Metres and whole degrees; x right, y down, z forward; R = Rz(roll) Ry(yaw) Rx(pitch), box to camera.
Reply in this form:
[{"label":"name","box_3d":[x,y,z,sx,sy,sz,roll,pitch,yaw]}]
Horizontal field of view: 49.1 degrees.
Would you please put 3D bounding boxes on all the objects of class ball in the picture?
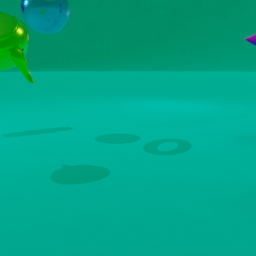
[{"label":"ball","box_3d":[-1.614,-2.332,5.507,0.927,0.927,0.927,0,12,0]}]

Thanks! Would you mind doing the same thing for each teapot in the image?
[{"label":"teapot","box_3d":[-1.676,-1.072,3.692,1.305,0.639,0.811,39,60,20]}]

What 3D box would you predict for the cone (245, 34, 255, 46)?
[{"label":"cone","box_3d":[2.968,-1.737,5.533,1.235,1.230,1.230,9,15,23]}]
